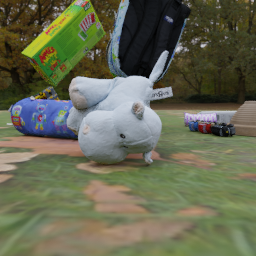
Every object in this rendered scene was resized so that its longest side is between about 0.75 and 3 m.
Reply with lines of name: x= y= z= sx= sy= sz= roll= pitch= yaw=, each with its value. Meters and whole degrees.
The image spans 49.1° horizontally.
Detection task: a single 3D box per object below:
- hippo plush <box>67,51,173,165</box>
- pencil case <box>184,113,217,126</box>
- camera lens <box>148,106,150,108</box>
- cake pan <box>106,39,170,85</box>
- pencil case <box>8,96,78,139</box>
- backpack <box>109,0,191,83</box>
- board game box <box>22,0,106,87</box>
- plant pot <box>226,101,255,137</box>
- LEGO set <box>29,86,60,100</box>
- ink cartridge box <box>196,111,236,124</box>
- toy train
hippo plush: x=-0.022 y=-0.001 z=4.832 sx=2.141 sy=1.706 sz=1.722 roll=-15 pitch=36 yaw=-2
pencil case: x=3.138 y=-0.371 z=12.124 sx=1.438 sy=0.615 sz=0.603 roll=0 pitch=1 yaw=9
camera lens: x=0.465 y=-0.898 z=15.727 sx=1.331 sy=1.064 sz=1.064 roll=-2 pitch=5 yaw=-19
cake pan: x=0.380 y=-2.890 z=11.998 sx=2.846 sy=2.846 sz=0.522 roll=1 pitch=35 yaw=12
pencil case: x=-2.145 y=-0.324 z=8.089 sx=2.751 sy=1.195 sz=1.073 roll=4 pitch=3 yaw=31
backpack: x=0.497 y=-2.796 z=9.238 sx=2.427 sy=2.975 sz=2.287 roll=16 pitch=-17 yaw=-24
board game box: x=-1.839 y=-2.566 z=8.404 sx=0.576 sy=2.420 sz=1.229 roll=28 pitch=-18 yaw=36
plant pot: x=4.390 y=-0.335 z=9.017 sx=2.310 sy=1.066 sz=2.310 roll=1 pitch=5 yaw=0
LEGO set: x=-3.485 y=-0.559 z=11.688 sx=2.297 sy=1.731 sz=2.987 roll=-33 pitch=13 yaw=-19
ink cartridge box: x=4.557 y=-0.451 z=13.923 sx=2.219 sy=0.686 sz=2.737 roll=0 pitch=-2 yaw=8
toy train: x=2.604 y=0.003 z=9.160 sx=0.543 sy=0.405 sz=2.373 roll=-14 pitch=9 yaw=-14
